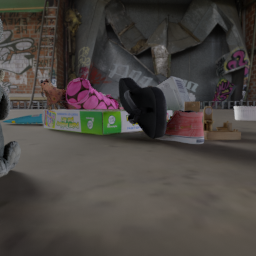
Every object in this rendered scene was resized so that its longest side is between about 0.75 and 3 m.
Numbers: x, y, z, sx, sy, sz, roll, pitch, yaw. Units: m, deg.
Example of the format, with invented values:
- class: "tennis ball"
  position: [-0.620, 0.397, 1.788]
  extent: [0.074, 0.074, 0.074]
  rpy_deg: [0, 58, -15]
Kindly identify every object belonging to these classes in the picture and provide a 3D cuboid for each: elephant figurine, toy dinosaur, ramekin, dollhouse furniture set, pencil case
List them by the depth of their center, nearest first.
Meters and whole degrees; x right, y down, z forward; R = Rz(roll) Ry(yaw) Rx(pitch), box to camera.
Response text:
- class: "elephant figurine"
  position: [-1.603, -0.267, 2.839]
  extent: [1.156, 1.490, 1.054]
  rpy_deg: [0, 5, 3]
- class: "dollhouse furniture set"
  position: [1.826, -0.191, 6.171]
  extent: [0.925, 0.793, 0.973]
  rpy_deg: [0, 5, -6]
- class: "pencil case"
  position: [-1.328, -1.098, 10.924]
  extent: [1.175, 1.213, 2.590]
  rpy_deg: [-4, -14, 22]
- class: "toy dinosaur"
  position: [-2.354, -0.942, 12.074]
  extent: [2.951, 1.267, 2.000]
  rpy_deg: [32, 29, 3]
- class: "ramekin"
  position: [5.604, -0.681, 12.956]
  extent: [1.340, 0.653, 1.340]
  rpy_deg: [1, 5, 0]

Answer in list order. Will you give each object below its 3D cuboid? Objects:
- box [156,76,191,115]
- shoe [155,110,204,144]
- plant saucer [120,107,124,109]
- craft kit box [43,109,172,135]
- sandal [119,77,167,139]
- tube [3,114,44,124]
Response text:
- class: "box"
  position: [1.346, -0.860, 9.288]
  extent: [0.662, 1.161, 1.262]
  rpy_deg: [3, -26, -47]
- class: "shoe"
  position: [0.967, -0.060, 5.650]
  extent: [0.484, 0.616, 1.354]
  rpy_deg: [-3, 6, -35]
- class: "plant saucer"
  position: [-1.029, -0.779, 14.389]
  extent: [2.460, 0.624, 2.460]
  rpy_deg: [0, 4, 0]
- class: "craft kit box"
  position: [-0.599, -0.261, 8.314]
  extent: [2.782, 0.675, 2.748]
  rpy_deg: [4, 9, 44]
- class: "sandal"
  position: [0.140, -0.437, 5.818]
  extent: [0.551, 0.978, 2.572]
  rpy_deg: [-8, 19, -16]
- class: "tube"
  position: [-3.923, -0.306, 10.547]
  extent: [1.462, 0.368, 0.566]
  rpy_deg: [-5, -3, -3]
